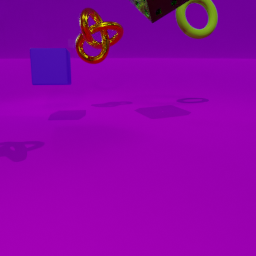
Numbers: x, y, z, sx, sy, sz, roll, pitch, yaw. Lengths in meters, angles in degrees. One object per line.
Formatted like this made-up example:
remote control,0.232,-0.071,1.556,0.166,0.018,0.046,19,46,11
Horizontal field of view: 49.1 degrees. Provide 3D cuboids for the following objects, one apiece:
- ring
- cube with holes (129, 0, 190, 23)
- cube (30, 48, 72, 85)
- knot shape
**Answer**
ring,2.313,-3.746,9.388,1.528,1.528,0.306,-4,-1,-16
cube with holes,0.680,-3.705,6.715,1.339,1.339,1.339,-32,58,-2
cube,-2.146,-1.702,7.915,0.967,0.967,0.967,-2,9,-6
knot shape,-1.030,-3.040,8.949,1.698,1.589,0.784,-39,40,-9
